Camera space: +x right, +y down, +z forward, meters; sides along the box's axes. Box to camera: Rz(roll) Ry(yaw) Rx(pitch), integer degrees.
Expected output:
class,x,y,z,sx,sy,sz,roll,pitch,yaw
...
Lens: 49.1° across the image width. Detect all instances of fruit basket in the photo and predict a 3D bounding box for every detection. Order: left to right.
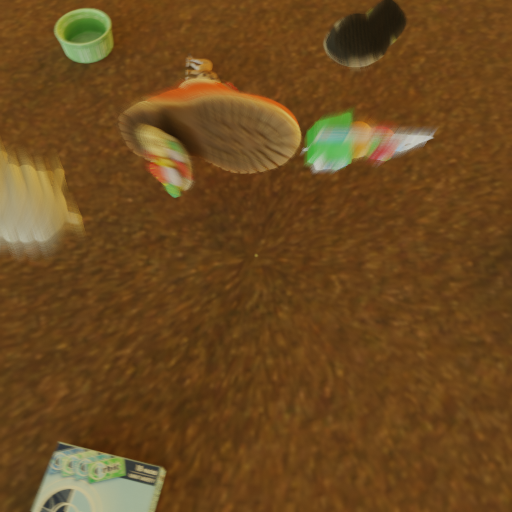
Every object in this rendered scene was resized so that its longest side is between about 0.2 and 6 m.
class,x,y,z,sx,sy,sz,roll,pitch,yaw
fruit basket,1.527,-1.560,8.036,1.550,1.436,0.727,6,92,-5

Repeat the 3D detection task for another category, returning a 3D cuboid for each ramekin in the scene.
class,x,y,z,sx,sy,sz,roll,pitch,yaw
ramekin,-3.340,-4.294,11.003,1.059,0.518,1.059,0,60,0

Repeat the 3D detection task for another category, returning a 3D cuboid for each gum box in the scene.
class,x,y,z,sx,sy,sz,roll,pitch,yaw
gum box,-2.002,3.234,6.737,1.373,0.360,1.616,11,61,7

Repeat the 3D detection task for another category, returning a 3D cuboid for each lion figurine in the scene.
class,x,y,z,sx,sy,sz,roll,pitch,yaw
lion figurine,-1.000,-3.513,10.646,0.646,0.382,1.054,1,56,-7

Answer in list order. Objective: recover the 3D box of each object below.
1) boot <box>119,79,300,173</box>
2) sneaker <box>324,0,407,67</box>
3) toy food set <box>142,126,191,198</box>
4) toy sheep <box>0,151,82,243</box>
class,x,y,z,sx,sy,sz,roll,pitch,yaw
boot,-0.459,-2.107,8.295,3.004,1.127,1.611,14,42,33
sneaker,1.771,-3.592,9.544,2.317,0.959,0.831,-39,96,-39
toy food set,-1.288,-1.356,8.112,0.970,0.980,0.238,42,56,17
toy sheep,-2.707,-0.616,6.496,1.454,1.002,1.002,14,52,-36
